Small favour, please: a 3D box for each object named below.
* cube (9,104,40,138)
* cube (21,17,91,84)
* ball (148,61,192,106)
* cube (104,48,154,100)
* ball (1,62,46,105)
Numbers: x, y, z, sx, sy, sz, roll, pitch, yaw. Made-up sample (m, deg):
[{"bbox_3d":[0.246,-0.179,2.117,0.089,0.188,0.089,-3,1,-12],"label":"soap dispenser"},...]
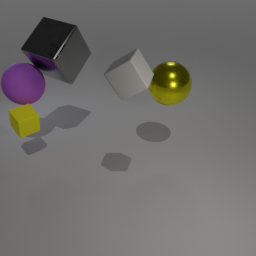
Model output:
[{"bbox_3d":[-3.350,-0.239,9.083,0.700,0.700,0.700,-25,53,-35],"label":"cube"},{"bbox_3d":[-2.322,-2.539,9.282,1.400,1.400,1.400,21,73,21],"label":"cube"},{"bbox_3d":[1.323,-1.408,8.922,1.400,1.400,1.400,0,31,0],"label":"ball"},{"bbox_3d":[0.037,-1.153,6.024,0.700,0.700,0.700,-22,25,29],"label":"cube"},{"bbox_3d":[-3.487,-1.473,9.365,1.400,1.400,1.400,0,31,0],"label":"ball"}]
